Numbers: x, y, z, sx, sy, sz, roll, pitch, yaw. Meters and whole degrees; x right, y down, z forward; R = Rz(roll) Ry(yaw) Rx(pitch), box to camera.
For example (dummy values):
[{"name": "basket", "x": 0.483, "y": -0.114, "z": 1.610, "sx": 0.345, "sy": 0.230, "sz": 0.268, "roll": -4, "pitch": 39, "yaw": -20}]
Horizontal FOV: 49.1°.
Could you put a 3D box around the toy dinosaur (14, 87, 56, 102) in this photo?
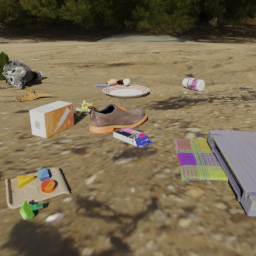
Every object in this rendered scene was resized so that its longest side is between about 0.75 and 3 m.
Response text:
[{"name": "toy dinosaur", "x": -4.341, "y": -1.490, "z": 12.955, "sx": 1.774, "sy": 0.536, "sz": 0.942, "roll": -16, "pitch": 49, "yaw": -22}]

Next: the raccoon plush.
[{"name": "raccoon plush", "x": -5.576, "y": -3.014, "z": 15.743, "sx": 1.896, "sy": 1.369, "sz": 2.830, "roll": 26, "pitch": 32, "yaw": 34}]

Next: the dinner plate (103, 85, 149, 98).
[{"name": "dinner plate", "x": -0.099, "y": -1.788, "z": 13.818, "sx": 2.303, "sy": 0.279, "sz": 2.303, "roll": 1, "pitch": 21, "yaw": 0}]

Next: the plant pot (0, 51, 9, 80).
[{"name": "plant pot", "x": -8.708, "y": -3.981, "z": 16.903, "sx": 2.438, "sy": 2.652, "sz": 2.652, "roll": 14, "pitch": 23, "yaw": 4}]

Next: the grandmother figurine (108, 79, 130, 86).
[{"name": "grandmother figurine", "x": -0.465, "y": -2.421, "z": 14.795, "sx": 1.320, "sy": 0.400, "sz": 0.800, "roll": 2, "pitch": 11, "yaw": 38}]

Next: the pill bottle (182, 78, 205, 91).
[{"name": "pill bottle", "x": 3.416, "y": -2.300, "z": 14.690, "sx": 0.601, "sy": 0.601, "sz": 1.071, "roll": -18, "pitch": 28, "yaw": -39}]

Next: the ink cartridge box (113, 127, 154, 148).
[{"name": "ink cartridge box", "x": 0.161, "y": 0.284, "z": 8.573, "sx": 1.207, "sy": 0.224, "sz": 0.572, "roll": 22, "pitch": 30, "yaw": 40}]

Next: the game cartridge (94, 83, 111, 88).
[{"name": "game cartridge", "x": -1.381, "y": -2.363, "z": 15.482, "sx": 0.890, "sy": 0.171, "sz": 0.577, "roll": 2, "pitch": 25, "yaw": 4}]

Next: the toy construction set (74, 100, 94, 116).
[{"name": "toy construction set", "x": -1.680, "y": -0.793, "z": 11.010, "sx": 0.619, "sy": 0.435, "sz": 0.944, "roll": 23, "pitch": 32, "yaw": 9}]

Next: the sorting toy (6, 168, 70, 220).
[{"name": "sorting toy", "x": -1.877, "y": 1.301, "z": 5.860, "sx": 1.228, "sy": 0.245, "sz": 1.661, "roll": -9, "pitch": 22, "yaw": -22}]

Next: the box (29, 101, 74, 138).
[{"name": "box", "x": -2.468, "y": -0.315, "z": 9.225, "sx": 0.652, "sy": 0.832, "sz": 1.337, "roll": 12, "pitch": 24, "yaw": 28}]

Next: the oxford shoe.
[{"name": "oxford shoe", "x": -0.253, "y": -0.431, "z": 9.542, "sx": 2.237, "sy": 0.816, "sz": 0.798, "roll": -15, "pitch": 26, "yaw": -34}]

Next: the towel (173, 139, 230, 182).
[{"name": "towel", "x": 2.059, "y": 0.782, "z": 7.216, "sx": 1.611, "sy": 0.255, "sz": 2.244, "roll": 2, "pitch": 22, "yaw": 3}]

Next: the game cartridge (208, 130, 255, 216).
[{"name": "game cartridge", "x": 3.050, "y": 0.888, "z": 6.297, "sx": 1.815, "sy": 0.537, "sz": 2.799, "roll": 6, "pitch": 27, "yaw": -4}]
